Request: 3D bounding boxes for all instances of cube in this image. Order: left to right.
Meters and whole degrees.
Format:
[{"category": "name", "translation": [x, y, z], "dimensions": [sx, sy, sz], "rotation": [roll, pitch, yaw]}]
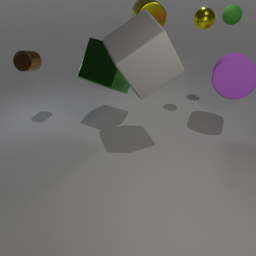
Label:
[{"category": "cube", "translation": [-0.660, -2.154, 9.870], "dimensions": [1.400, 1.400, 1.400], "rotation": [23, 8, 22]}, {"category": "cube", "translation": [0.394, -1.922, 7.379], "dimensions": [1.400, 1.400, 1.400], "rotation": [-33, 46, 9]}]

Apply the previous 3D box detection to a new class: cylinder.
[{"category": "cylinder", "translation": [-3.469, -2.316, 9.699], "dimensions": [0.700, 0.700, 0.700], "rotation": [6, 16, 11]}, {"category": "cylinder", "translation": [0.974, -5.296, 13.197], "dimensions": [1.400, 1.400, 1.400], "rotation": [-4, 34, -7]}, {"category": "cylinder", "translation": [3.639, -1.816, 9.640], "dimensions": [1.400, 1.400, 1.400], "rotation": [9, 21, 15]}]

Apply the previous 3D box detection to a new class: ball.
[{"category": "ball", "translation": [2.530, -3.623, 9.275], "dimensions": [0.700, 0.700, 0.700], "rotation": [0, 30, 0]}, {"category": "ball", "translation": [3.832, -4.170, 10.311], "dimensions": [0.700, 0.700, 0.700], "rotation": [0, 30, 0]}]
